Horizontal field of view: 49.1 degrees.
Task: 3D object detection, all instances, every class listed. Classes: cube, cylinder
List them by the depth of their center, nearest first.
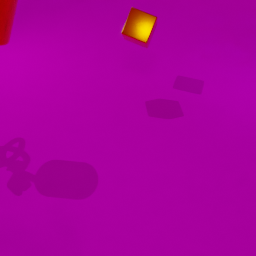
[{"bbox_3d":[-2.678,-2.239,5.248,1.040,1.040,1.040,20,25,-10],"label":"cylinder"},{"bbox_3d":[0.329,-2.758,7.771,0.753,0.753,0.753,23,8,3],"label":"cube"}]
